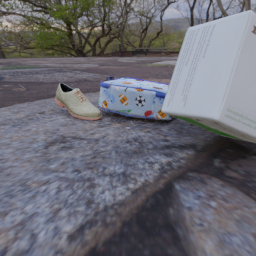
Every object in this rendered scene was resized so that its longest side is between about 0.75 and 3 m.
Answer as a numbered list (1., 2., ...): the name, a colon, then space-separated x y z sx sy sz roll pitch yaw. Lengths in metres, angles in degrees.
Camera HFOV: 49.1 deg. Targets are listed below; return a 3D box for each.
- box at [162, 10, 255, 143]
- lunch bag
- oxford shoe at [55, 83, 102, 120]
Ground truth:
1. box: 2.358 -0.954 6.230 2.176 2.187 1.873 19 -2 -28
2. lunch bag: 0.500 -1.099 9.605 2.848 1.076 2.282 16 21 24
3. oxford shoe: -1.675 -0.871 9.248 2.002 0.739 0.709 26 34 23
